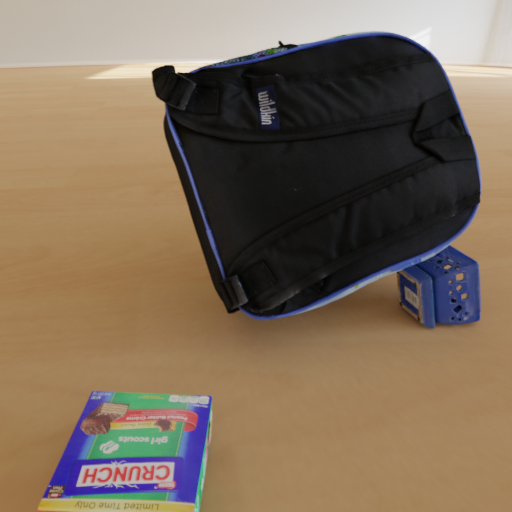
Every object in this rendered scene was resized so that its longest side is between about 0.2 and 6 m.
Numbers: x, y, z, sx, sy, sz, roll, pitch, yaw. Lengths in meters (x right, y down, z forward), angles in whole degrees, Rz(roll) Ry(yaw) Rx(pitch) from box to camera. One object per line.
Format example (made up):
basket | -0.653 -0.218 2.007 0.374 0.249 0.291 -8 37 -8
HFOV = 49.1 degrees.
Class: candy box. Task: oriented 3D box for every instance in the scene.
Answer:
candy box | -1.047 1.837 4.891 1.208 0.550 1.429 2 25 1

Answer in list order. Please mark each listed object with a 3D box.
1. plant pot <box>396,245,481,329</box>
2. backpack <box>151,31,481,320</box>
plant pot | 2.440 0.427 7.642 0.818 0.910 0.910 -15 24 -10
backpack | 0.809 -1.170 7.623 3.617 3.310 2.658 -19 5 -8
